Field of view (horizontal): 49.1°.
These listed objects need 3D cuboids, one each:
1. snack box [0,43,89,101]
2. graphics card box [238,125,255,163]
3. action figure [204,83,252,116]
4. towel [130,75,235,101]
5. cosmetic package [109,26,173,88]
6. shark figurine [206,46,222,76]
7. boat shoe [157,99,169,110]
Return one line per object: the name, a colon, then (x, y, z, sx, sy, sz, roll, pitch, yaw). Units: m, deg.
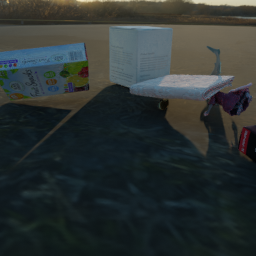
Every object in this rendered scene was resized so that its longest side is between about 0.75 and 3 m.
snack box: (-2.698, -1.779, 9.179, 2.786, 1.981, 0.738, -9, 70, -10)
graphics card box: (3.644, 0.661, 5.336, 1.678, 0.680, 2.675, -6, 27, -14)
action figure: (2.804, -0.851, 8.229, 0.947, 1.052, 1.413, -17, 26, -24)
towel: (1.729, -1.320, 8.857, 2.520, 0.406, 2.407, 9, 22, 39)
cosmetic package: (0.478, -2.921, 11.347, 1.842, 2.234, 1.843, -15, 27, -36)
shark figurine: (3.196, -2.151, 10.783, 0.757, 1.813, 1.083, -8, 49, -5)
boat shoe: (1.087, -0.744, 9.013, 0.270, 0.306, 0.835, -3, 9, 27)
